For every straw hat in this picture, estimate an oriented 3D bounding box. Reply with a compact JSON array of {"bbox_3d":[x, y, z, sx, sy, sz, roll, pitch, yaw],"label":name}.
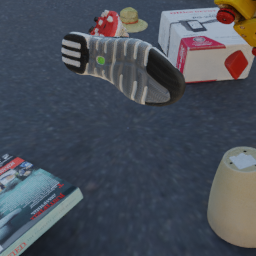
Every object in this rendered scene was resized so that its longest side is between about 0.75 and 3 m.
[{"bbox_3d":[0.034,-4.577,11.565,1.599,0.677,1.599,0,42,0],"label":"straw hat"}]

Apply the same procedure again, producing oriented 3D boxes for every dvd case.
[{"bbox_3d":[-2.277,1.305,4.785,2.635,0.290,1.923,10,38,43],"label":"dvd case"}]

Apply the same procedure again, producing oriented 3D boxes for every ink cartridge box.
[{"bbox_3d":[2.412,-2.828,9.219,2.148,1.233,2.958,-7,43,-7],"label":"ink cartridge box"}]

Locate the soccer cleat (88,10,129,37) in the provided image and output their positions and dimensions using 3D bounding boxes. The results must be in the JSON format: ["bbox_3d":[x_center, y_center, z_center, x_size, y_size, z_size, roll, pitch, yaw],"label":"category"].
[{"bbox_3d":[-0.293,-1.959,5.801,0.817,0.658,1.919,22,12,-22],"label":"soccer cleat"}]

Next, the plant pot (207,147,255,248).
[{"bbox_3d":[1.951,1.039,4.701,1.273,1.360,1.273,-10,33,7],"label":"plant pot"}]

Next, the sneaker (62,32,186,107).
[{"bbox_3d":[0.065,-0.605,2.464,1.228,0.461,0.709,28,32,27],"label":"sneaker"}]

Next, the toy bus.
[{"bbox_3d":[2.755,-2.300,5.213,2.561,2.417,1.324,-24,21,-23],"label":"toy bus"}]
